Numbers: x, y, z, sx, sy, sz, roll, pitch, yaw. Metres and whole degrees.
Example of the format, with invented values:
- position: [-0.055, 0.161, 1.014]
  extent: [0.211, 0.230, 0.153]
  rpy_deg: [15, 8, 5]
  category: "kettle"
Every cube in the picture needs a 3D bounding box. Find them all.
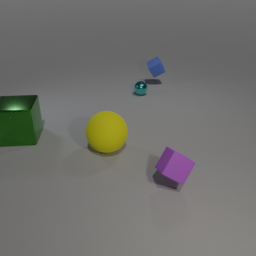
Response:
- position: [-4.014, -0.293, 10.213]
  extent: [1.400, 1.400, 1.400]
  rpy_deg: [-3, 29, -5]
  category: "cube"
- position: [1.506, -3.279, 15.056]
  extent: [0.700, 0.700, 0.700]
  rpy_deg: [-26, 40, 17]
  category: "cube"
- position: [1.283, 1.022, 7.702]
  extent: [0.700, 0.700, 0.700]
  rpy_deg: [29, 2, -13]
  category: "cube"

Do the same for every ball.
- position: [-0.713, 0.131, 9.420]
  extent: [1.400, 1.400, 1.400]
  rpy_deg: [0, 29, 0]
  category: "ball"
- position: [0.643, -2.006, 14.083]
  extent: [0.700, 0.700, 0.700]
  rpy_deg: [0, 29, 0]
  category: "ball"
